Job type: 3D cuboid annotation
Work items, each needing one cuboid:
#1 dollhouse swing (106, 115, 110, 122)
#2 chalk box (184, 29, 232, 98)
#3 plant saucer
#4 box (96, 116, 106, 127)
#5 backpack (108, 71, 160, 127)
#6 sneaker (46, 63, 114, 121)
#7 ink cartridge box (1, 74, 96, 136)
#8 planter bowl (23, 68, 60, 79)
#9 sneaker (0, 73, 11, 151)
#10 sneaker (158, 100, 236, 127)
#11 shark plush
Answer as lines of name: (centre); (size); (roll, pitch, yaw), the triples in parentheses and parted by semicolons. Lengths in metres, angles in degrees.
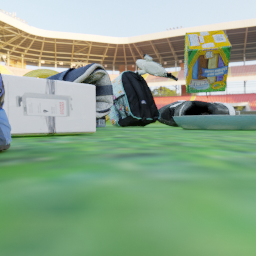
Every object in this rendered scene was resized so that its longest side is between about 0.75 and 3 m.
dollhouse swing: (-0.926, -0.262, 14.463); (1.755, 1.697, 1.931); (-41, 4, -2)
chalk box: (2.593, -2.026, 9.491); (1.313, 2.119, 1.322); (-2, 41, 6)
plant saucer: (1.976, -0.107, 5.738); (2.083, 0.285, 2.083); (0, 2, 0)
box: (-1.983, -0.233, 8.203); (1.557, 0.454, 2.275); (1, 1, 39)
backpack: (0.073, -0.915, 9.257); (1.574, 1.790, 1.372); (-4, -13, -46)
sneaker: (-1.128, -0.620, 6.006); (2.079, 1.094, 2.877); (-11, 7, 17)
ink cartridge box: (-1.083, -0.193, 2.781); (0.932, 0.527, 1.272); (1, 1, 44)
planter bowl: (-3.024, -1.312, 10.337); (2.384, 2.384, 0.993); (0, -15, -18)
sneaker: (-0.680, -0.167, 0.641); (0.517, 0.539, 1.374); (-1, 1, -7)
sneaker: (1.992, -0.520, 9.592); (2.986, 0.992, 1.351); (3, 0, 43)
shark plush: (0.933, -1.893, 8.868); (1.443, 0.655, 0.601); (13, 9, 8)
